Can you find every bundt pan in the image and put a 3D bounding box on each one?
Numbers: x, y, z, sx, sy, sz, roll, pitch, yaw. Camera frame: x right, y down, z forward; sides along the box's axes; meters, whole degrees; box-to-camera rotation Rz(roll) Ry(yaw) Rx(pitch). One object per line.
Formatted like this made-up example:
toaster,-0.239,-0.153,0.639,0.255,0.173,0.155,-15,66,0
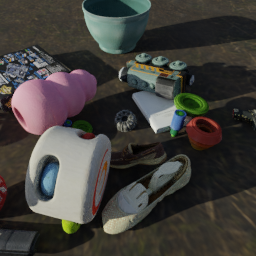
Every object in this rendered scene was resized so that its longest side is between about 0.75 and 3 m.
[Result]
bundt pan,-0.097,-0.272,9.203,0.773,0.290,0.773,-2,67,5

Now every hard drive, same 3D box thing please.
hard drive,1.145,-0.695,9.860,1.329,0.269,2.014,-16,47,-15

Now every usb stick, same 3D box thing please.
usb stick,-3.192,2.574,6.384,2.346,0.383,0.651,3,33,3

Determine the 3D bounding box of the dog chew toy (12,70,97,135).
dog chew toy,-2.221,-1.000,9.079,2.826,1.760,1.760,-35,54,-28

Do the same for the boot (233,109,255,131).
boot,3.938,-0.284,9.370,0.798,0.382,1.057,8,39,11

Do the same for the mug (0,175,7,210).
mug,-4.134,1.327,6.231,1.962,2.210,1.475,7,74,25

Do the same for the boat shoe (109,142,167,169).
boat shoe,0.136,0.681,7.819,1.812,0.652,0.654,-6,30,24

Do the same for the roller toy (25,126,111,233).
roller toy,-1.384,1.034,6.675,1.621,2.116,2.320,12,47,5

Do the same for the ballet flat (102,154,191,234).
ballet flat,0.481,1.521,7.121,2.883,0.899,0.972,-31,53,-27

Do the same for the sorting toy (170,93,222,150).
sorting toy,1.998,-0.116,8.885,1.360,0.929,2.264,0,42,-13

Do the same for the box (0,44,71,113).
box,-4.142,-2.104,11.004,2.825,0.707,2.846,-31,52,-27

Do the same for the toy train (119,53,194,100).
toy train,0.997,-1.910,10.334,2.722,1.160,1.551,20,43,25

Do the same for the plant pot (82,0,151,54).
plant pot,-0.490,-4.634,12.691,2.951,1.977,2.951,0,44,0

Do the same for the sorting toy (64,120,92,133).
sorting toy,-1.796,0.188,8.870,1.288,0.529,0.774,-19,62,-35
